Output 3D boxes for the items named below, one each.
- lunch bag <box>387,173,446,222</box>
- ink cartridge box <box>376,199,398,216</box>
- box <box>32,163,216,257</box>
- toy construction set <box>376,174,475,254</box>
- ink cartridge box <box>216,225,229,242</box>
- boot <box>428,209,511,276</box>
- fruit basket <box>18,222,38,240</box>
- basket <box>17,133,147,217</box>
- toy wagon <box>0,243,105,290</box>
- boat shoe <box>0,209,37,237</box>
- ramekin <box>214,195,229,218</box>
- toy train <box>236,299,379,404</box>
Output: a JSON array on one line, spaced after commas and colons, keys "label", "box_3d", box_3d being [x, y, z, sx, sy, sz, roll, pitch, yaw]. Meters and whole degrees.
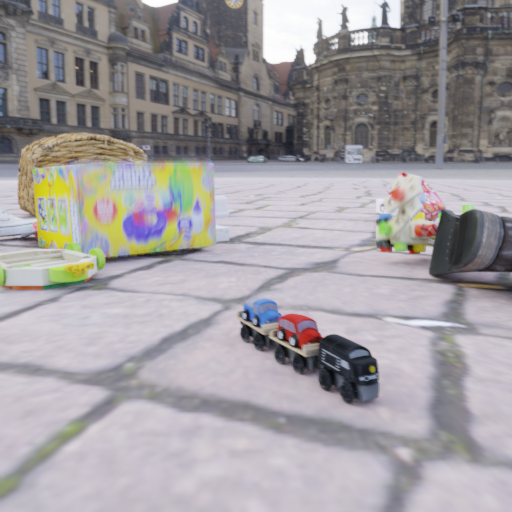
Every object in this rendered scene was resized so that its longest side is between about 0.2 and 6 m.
[{"label": "lunch bag", "box_3d": [4.374, -1.633, 15.408, 1.767, 1.557, 0.724, -8, -29, -52]}, {"label": "ink cartridge box", "box_3d": [4.460, -1.570, 18.113, 0.820, 0.478, 1.133, -1, 10, -8]}, {"label": "box", "box_3d": [-2.633, -0.990, 11.100, 2.716, 1.657, 2.616, -7, 9, -36]}, {"label": "toy construction set", "box_3d": [2.953, -0.507, 9.530, 2.344, 1.080, 1.537, 20, -16, -30]}, {"label": "ink cartridge box", "box_3d": [-0.999, -0.514, 12.612, 0.526, 0.306, 0.727, -6, 11, -31]}, {"label": "boot", "box_3d": [4.040, 0.051, 8.035, 2.649, 1.054, 3.043, 11, 4, 4]}, {"label": "fruit basket", "box_3d": [-4.482, -0.713, 12.414, 1.539, 0.721, 1.426, -16, 5, -24]}, {"label": "basket", "box_3d": [-5.557, -2.578, 17.773, 3.609, 2.576, 2.689, -6, 13, -31]}, {"label": "toy wagon", "box_3d": [-3.149, 0.177, 8.359, 2.202, 0.436, 1.708, 11, 15, 44]}, {"label": "boat shoe", "box_3d": [-5.693, -0.750, 12.442, 1.989, 0.664, 0.732, -11, 3, -39]}, {"label": "ramekin", "box_3d": [-1.461, -1.565, 17.624, 1.217, 0.639, 1.217, 0, 10, 0]}, {"label": "toy train", "box_3d": [0.364, 0.750, 4.995, 0.348, 0.467, 2.039, -5, 11, -29]}]
